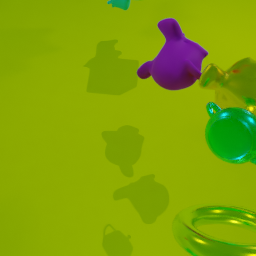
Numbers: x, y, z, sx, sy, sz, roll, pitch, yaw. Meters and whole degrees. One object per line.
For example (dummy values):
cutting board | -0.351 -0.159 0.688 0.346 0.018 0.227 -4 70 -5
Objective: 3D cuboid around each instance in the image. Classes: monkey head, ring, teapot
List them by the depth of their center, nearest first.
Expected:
ring | 1.310 1.334 3.583 1.479 1.479 0.296 1 96 1
teapot | 1.542 0.109 3.898 0.625 0.794 1.277 -20 64 -47
monkey head | 1.921 -0.628 4.742 1.299 1.806 1.088 8 26 -38
monkey head | 0.932 -1.502 5.990 1.914 1.377 1.153 15 65 50

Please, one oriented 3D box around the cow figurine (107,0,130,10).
cow figurine | -0.033 -4.067 8.172 1.275 0.711 1.296 -8 68 -9
